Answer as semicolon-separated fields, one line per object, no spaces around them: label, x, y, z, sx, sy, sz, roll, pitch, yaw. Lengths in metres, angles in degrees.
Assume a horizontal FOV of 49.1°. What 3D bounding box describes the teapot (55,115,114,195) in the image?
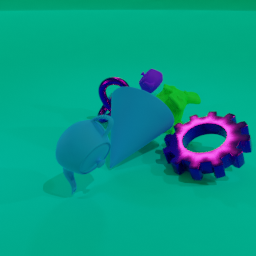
teapot;-0.744;0.430;4.887;0.786;1.606;0.999;40;18;22

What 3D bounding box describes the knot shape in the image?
knot shape;-0.385;-0.747;7.793;0.662;1.341;1.433;-11;22;-36

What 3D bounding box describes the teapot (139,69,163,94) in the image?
teapot;0.747;-1.672;9.811;0.726;0.922;1.483;40;25;-14

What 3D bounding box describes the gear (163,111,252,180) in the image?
gear;1.639;0.316;5.923;1.767;0.327;1.767;-17;33;12

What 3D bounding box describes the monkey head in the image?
monkey head;1.285;-0.581;7.639;1.227;1.028;1.705;0;44;-23

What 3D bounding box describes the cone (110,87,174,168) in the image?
cone;-0.019;0.209;6.162;1.579;1.579;1.585;15;62;29
